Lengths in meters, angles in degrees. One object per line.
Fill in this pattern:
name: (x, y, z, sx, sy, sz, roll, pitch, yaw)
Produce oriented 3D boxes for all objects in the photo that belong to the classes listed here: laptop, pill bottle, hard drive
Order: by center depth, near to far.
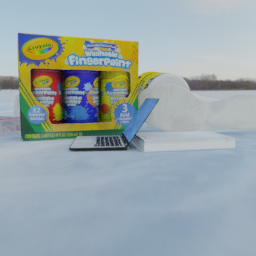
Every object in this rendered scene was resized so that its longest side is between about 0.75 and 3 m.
hard drive: (0.857, 0.202, 4.645, 1.447, 0.193, 0.955, -2, 7, -10)
laptop: (-0.256, -0.113, 4.790, 1.365, 0.791, 1.278, -1, 6, -5)
pill bottle: (0.997, -1.294, 10.445, 1.587, 1.587, 2.851, -2, 13, -15)

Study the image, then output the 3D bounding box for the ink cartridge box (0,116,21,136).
ink cartridge box: (-3.252, -0.093, 6.630, 1.827, 0.383, 1.090, 1, 6, 25)

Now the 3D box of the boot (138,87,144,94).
boot: (-0.155, -1.120, 7.679, 2.146, 0.749, 1.412, 8, -15, -22)

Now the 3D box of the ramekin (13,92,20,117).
ramekin: (-2.777, -0.691, 9.131, 1.855, 0.974, 1.855, 0, 6, 0)

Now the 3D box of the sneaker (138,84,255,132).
sneaker: (1.596, -0.303, 6.535, 2.869, 1.079, 1.269, 7, -5, 7)

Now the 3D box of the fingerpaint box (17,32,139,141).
fingerpaint box: (-0.984, -0.803, 5.724, 2.341, 1.953, 0.858, -2, 6, -21)
